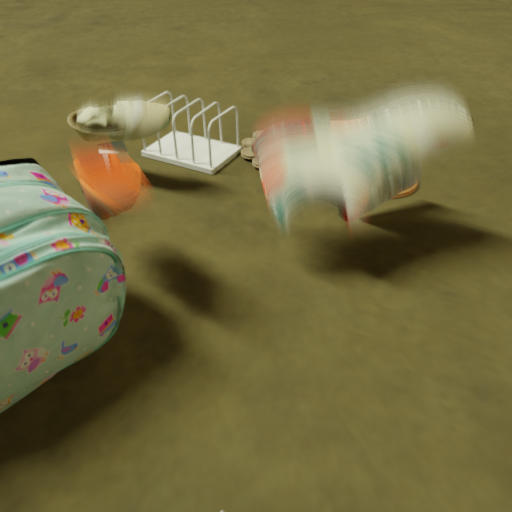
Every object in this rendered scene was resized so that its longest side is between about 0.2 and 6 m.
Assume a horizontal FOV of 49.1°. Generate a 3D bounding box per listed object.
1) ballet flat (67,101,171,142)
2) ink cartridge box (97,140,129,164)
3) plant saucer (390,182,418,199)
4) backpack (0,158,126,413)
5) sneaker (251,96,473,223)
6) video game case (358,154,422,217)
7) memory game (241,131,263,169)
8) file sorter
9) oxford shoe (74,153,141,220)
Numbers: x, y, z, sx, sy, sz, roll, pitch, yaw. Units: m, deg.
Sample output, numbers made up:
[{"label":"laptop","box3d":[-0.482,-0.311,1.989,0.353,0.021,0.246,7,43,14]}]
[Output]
[{"label":"ballet flat","box3d":[-2.711,-2.615,10.796,2.244,0.700,0.757,-4,69,27]},{"label":"ink cartridge box","box3d":[-2.905,-1.891,11.517,0.554,0.766,0.564,-13,39,-18]},{"label":"plant saucer","box3d":[2.606,-1.672,11.639,1.505,0.282,1.505,0,36,0]},{"label":"backpack","box3d":[-3.618,0.565,6.623,2.516,3.318,3.976,43,48,18]},{"label":"sneaker","box3d":[1.715,-1.340,8.658,3.422,1.205,1.600,-9,76,-2]},{"label":"video game case","box3d":[2.374,-1.519,10.071,1.472,1.342,0.162,-30,52,-10]},{"label":"memory game","box3d":[0.817,-2.405,12.710,2.393,0.152,2.393,1,36,-1]},{"label":"file sorter","box3d":[-1.448,-2.771,12.377,1.889,1.176,1.311,18,40,22]},{"label":"oxford shoe","box3d":[-2.036,-0.884,7.913,0.799,0.817,2.241,-14,24,-17]}]
